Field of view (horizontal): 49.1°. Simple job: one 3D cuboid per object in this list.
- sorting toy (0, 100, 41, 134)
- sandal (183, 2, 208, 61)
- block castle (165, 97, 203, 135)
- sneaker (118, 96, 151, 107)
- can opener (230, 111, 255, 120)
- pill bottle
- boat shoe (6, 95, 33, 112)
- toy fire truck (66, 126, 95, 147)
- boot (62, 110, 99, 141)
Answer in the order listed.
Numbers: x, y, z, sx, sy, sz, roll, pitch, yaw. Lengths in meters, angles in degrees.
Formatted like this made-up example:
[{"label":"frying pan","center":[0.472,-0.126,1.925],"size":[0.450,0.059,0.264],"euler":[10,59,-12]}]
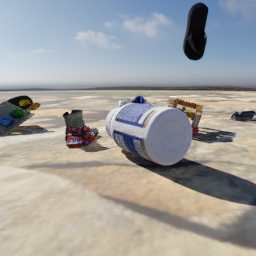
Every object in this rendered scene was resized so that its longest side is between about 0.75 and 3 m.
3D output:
[{"label":"sorting toy","center":[-4.499,-0.652,10.805],"size":[1.630,0.293,2.188],"euler":[20,37,13]},{"label":"sandal","center":[2.537,-3.377,10.377],"size":[0.924,2.430,0.520],"euler":[-23,55,-3]},{"label":"block castle","center":[2.072,-0.421,10.702],"size":[1.418,0.995,2.121],"euler":[18,20,11]},{"label":"sneaker","center":[0.743,-0.633,11.055],"size":[1.104,1.293,2.934],"euler":[6,11,38]},{"label":"can opener","center":[5.585,-0.566,13.583],"size":[1.562,0.411,0.519],"euler":[-7,47,-27]},{"label":"pill bottle","center":[0.372,0.046,7.088],"size":[1.300,1.300,2.343],"euler":[-6,12,-31]},{"label":"boat shoe","center":[-5.352,-0.472,11.606],"size":[2.858,1.024,1.088],"euler":[-17,-20,-29]},{"label":"toy fire truck","center":[-1.401,0.320,8.284],"size":[0.820,0.460,0.689],"euler":[-2,34,-9]},{"label":"boot","center":[-1.493,-0.145,9.170],"size":[0.496,0.956,1.464],"euler":[7,12,35]}]
